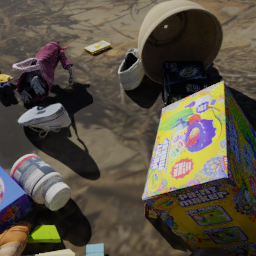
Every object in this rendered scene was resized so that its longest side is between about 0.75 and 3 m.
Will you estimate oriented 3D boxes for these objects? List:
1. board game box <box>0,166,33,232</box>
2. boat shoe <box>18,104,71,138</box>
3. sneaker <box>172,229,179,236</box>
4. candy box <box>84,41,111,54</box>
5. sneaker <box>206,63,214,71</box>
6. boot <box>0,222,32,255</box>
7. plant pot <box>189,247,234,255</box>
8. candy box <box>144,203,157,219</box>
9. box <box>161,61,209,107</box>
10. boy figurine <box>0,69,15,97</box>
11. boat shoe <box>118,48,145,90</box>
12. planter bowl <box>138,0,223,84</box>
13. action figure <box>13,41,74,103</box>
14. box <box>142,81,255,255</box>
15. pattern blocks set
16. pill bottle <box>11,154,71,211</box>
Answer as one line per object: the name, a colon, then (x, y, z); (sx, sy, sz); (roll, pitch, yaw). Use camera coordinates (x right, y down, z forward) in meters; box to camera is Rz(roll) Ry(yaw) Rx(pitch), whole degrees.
board game box: (-3.864, 1.451, 6.441); (2.856, 0.639, 1.920); (33, 52, 31)
boat shoe: (-2.369, -0.163, 8.185); (2.015, 0.859, 0.744); (-7, 39, 37)
sneaker: (1.371, 1.732, 6.195); (0.499, 0.579, 1.320); (15, 43, 19)
candy box: (-1.324, -3.541, 12.279); (1.096, 0.145, 0.560); (-33, 49, -31)
sneaker: (2.793, -2.816, 11.258); (0.807, 0.698, 1.842); (6, 41, -21)
boot: (-2.642, 2.317, 5.559); (1.317, 0.485, 1.019); (-3, 21, 2)
plant pot: (1.012, 3.033, 3.676); (2.316, 2.316, 2.292); (29, 43, 28)
candy box: (0.627, 1.430, 6.474); (0.304, 0.635, 1.099); (9, 43, 10)
box: (1.892, -1.450, 9.385); (1.385, 0.728, 1.691); (1, 51, 0)
boy figurine: (-4.542, -1.688, 10.029); (0.908, 0.471, 1.460); (-21, 49, -18)
boat shoe: (0.213, -2.447, 10.353); (0.906, 0.862, 2.517); (3, 46, 29)
planter bowl: (1.568, -3.209, 9.782); (2.824, 2.824, 1.901); (-9, 50, -10)
action figure: (-2.939, -2.219, 9.604); (1.835, 2.040, 2.739); (7, 56, 16)
box: (1.731, 0.903, 5.472); (1.509, 2.382, 2.473); (-24, 31, 33)
pattern blocks set: (-1.723, 2.892, 5.174); (2.582, 0.209, 2.269); (3, 42, 5)
pill bottle: (-1.999, 1.273, 6.522); (1.365, 0.816, 0.816); (31, 51, 27)
